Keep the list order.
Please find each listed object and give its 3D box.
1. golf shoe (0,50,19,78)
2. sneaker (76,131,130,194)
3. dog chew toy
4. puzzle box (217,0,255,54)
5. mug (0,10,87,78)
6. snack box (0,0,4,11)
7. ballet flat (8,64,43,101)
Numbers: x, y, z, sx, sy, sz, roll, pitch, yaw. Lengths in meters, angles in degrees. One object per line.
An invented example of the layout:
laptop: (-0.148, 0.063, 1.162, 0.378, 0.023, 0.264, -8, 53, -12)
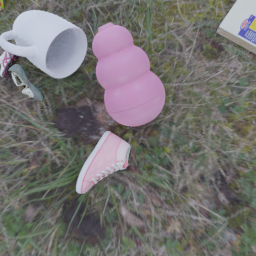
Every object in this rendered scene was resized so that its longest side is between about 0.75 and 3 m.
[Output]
golf shoe: (-3.985, -2.132, 9.181, 0.521, 0.411, 1.131, 7, 64, 6)
sneaker: (-0.616, 1.109, 7.975, 1.037, 0.747, 1.984, 25, 70, 13)
dog chew toy: (-0.076, -1.490, 7.831, 1.766, 1.766, 2.835, -27, 110, -8)
puzzle box: (4.503, -3.925, 9.741, 1.775, 0.339, 2.668, 34, 76, 9)
mug: (-2.713, -2.624, 8.472, 1.974, 1.663, 2.252, 35, 40, 22)
snack box: (-4.788, -5.117, 9.656, 0.448, 1.203, 1.691, -10, 73, -3)
ballet flat: (-3.164, -1.300, 8.603, 0.426, 0.451, 1.339, -46, 115, -33)
